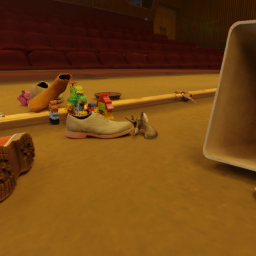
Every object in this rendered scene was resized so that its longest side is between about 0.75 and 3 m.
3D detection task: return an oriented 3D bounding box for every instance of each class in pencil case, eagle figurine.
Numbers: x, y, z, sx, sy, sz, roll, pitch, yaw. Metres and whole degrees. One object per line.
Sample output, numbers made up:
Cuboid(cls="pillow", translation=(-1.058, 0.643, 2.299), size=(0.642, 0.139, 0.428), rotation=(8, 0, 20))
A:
Cuboid(cls="pencil case", translation=(-4.633, -1.487, 13.334), size=(0.752, 0.729, 1.605), rotation=(-2, 12, 1))
Cuboid(cls="eagle figurine", translation=(0.416, -0.087, 8.080), size=(0.766, 0.762, 1.010), rotation=(4, 0, -29))

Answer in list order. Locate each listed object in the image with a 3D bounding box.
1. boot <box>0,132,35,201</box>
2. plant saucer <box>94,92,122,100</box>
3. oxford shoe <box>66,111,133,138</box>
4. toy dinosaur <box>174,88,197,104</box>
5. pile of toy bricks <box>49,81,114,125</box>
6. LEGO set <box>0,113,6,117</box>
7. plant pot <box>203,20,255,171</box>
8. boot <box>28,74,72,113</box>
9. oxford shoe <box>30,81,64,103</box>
Cuboid(cls="boot", translation=(-2.550, 0.695, 4.835), size=(1.242, 0.869, 2.317), rotation=(-7, 10, -1))
Cuboid(cls="plant saucer", translation=(-1.075, -1.700, 14.953), size=(1.523, 0.279, 1.523), rotation=(-1, 15, 0))
Cuboid(cls="oxford shoe", translation=(-0.794, -0.113, 7.930), size=(1.923, 0.710, 0.681), rotation=(-3, 15, -10))
Cuboid(cls="toy dinosaur", translation=(2.917, -1.671, 14.152), size=(1.125, 0.640, 2.117), rotation=(4, 15, 11))
Cuboid(cls="pile of toy bricks", translation=(-1.713, -0.845, 9.365), size=(1.581, 1.407, 2.851), rotation=(-9, 17, -32))
Cuboid(cls="LEGO set", translation=(-4.994, -0.505, 10.487), size=(0.903, 0.222, 0.675), rotation=(13, 23, 41))
Cuboid(cls="plant pot", translation=(3.549, -0.389, 5.504), size=(2.432, 2.744, 2.747), rotation=(9, 4, -45))
Cuboid(cls="boot", translation=(-3.168, -1.527, 11.483), size=(0.705, 1.434, 2.004), rotation=(43, 37, -2))
Cuboid(cls="oxford shoe", translation=(-3.736, -1.684, 13.241), size=(1.041, 1.086, 2.942), rotation=(0, 14, 3))
